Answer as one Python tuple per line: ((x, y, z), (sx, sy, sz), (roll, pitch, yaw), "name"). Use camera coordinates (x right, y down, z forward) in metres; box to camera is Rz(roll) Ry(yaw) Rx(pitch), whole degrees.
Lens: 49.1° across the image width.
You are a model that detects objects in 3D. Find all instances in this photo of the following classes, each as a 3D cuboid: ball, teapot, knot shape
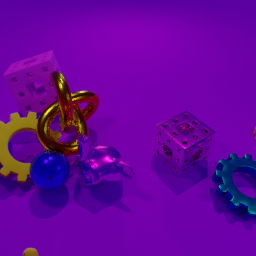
((-1.668, 0.896, 5.998), (0.849, 0.849, 0.849), (0, 42, 0), "ball")
((-3.345, 0.436, 6.697), (0.995, 0.783, 1.600), (-21, 63, -17), "teapot")
((-1.371, -0.378, 6.934), (0.915, 1.979, 1.852), (4, 6, 21), "knot shape")

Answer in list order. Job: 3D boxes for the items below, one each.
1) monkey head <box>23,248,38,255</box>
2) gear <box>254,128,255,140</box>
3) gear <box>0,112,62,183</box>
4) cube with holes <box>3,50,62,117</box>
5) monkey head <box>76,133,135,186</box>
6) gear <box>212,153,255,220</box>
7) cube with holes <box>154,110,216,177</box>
((-1.106, 2.156, 4.100), (0.793, 1.316, 0.947), (-6, 74, -40), "monkey head")
((3.976, 0.211, 7.519), (1.079, 0.200, 1.079), (0, 42, 0), "gear")
((-2.348, 0.434, 6.505), (1.608, 0.297, 1.608), (8, 70, -22), "gear")
((-2.477, -1.257, 7.785), (1.230, 1.230, 1.230), (-19, 28, -2), "cube with holes")
((-0.601, 0.634, 6.206), (1.055, 1.260, 1.751), (-17, 25, -26), "monkey head")
((2.618, 1.235, 6.124), (1.483, 0.274, 1.483), (4, 50, -5), "gear")
((1.323, 0.365, 6.767), (0.971, 0.971, 0.971), (-25, 47, -25), "cube with holes")
